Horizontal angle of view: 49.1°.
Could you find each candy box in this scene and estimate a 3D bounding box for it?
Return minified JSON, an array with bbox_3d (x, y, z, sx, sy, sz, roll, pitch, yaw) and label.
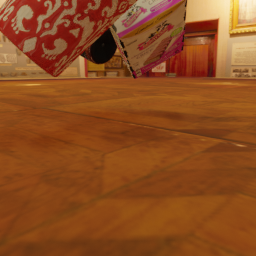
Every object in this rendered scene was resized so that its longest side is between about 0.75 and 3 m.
[{"bbox_3d":[0.613,-2.600,7.843,1.883,0.842,2.761,-31,-14,3],"label":"candy box"}]

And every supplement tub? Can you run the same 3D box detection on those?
[{"bbox_3d":[-1.518,-3.045,9.071,2.387,1.276,1.276,35,30,31],"label":"supplement tub"}]

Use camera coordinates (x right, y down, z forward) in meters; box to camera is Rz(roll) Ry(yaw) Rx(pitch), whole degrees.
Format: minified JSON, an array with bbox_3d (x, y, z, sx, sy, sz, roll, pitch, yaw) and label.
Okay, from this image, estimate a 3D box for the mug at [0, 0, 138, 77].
[{"bbox_3d":[-0.941,-2.448,5.514,1.860,2.788,2.475,44,2,3],"label":"mug"}]
